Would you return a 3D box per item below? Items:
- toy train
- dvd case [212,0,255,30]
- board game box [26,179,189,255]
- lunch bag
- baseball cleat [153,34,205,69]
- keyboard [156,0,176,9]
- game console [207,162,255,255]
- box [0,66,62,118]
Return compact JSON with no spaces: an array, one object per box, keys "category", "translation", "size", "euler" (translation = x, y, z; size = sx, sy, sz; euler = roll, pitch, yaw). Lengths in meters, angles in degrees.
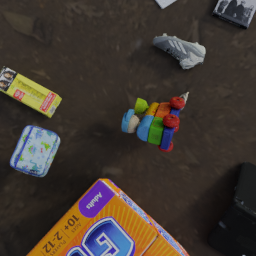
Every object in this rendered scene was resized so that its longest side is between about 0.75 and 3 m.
[{"category":"toy train","translation":[0.763,-0.473,7.316],"size":[1.315,0.962,2.272],"euler":[16,40,10]},{"category":"dvd case","translation":[3.363,-3.853,8.491],"size":[1.130,0.186,1.504],"euler":[25,80,5]},{"category":"board game box","translation":[-0.435,3.038,5.876],"size":[2.812,2.814,2.811],"euler":[42,82,7]},{"category":"lunch bag","translation":[-2.282,0.564,6.871],"size":[0.932,0.478,1.159],"euler":[20,74,2]},{"category":"baseball cleat","translation":[1.434,-2.159,8.003],"size":[1.542,0.538,0.821],"euler":[11,80,3]},{"category":"keyboard","translation":[1.717,-4.415,8.655],"size":[2.026,0.108,0.570],"euler":[-34,86,-6]},{"category":"game console","translation":[3.603,2.494,7.305],"size":[2.434,1.416,2.140],"euler":[29,111,6]},{"category":"box","translation":[-2.809,-0.997,7.830],"size":[1.779,0.446,0.670],"euler":[29,81,5]}]
